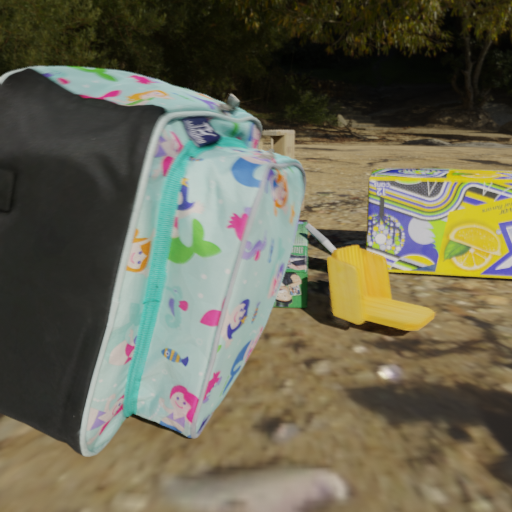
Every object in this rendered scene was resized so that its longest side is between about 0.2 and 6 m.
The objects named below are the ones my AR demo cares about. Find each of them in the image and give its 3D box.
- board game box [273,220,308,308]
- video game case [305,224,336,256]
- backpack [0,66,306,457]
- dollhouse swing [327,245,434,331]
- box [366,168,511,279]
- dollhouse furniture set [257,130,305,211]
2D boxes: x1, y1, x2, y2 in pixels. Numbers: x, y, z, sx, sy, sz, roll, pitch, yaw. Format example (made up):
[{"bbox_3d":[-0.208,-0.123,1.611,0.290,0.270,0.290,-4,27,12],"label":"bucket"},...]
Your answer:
[{"bbox_3d":[-0.393,-0.030,8.961,2.457,0.532,3.651,0,14,6],"label":"board game box"},{"bbox_3d":[1.181,-0.078,8.754,0.103,0.850,0.934,-43,22,4],"label":"video game case"},{"bbox_3d":[-0.872,-0.152,4.943,2.326,2.743,3.090,17,17,2],"label":"backpack"},{"bbox_3d":[1.482,0.335,6.489,0.917,0.948,1.044,-5,3,33],"label":"dollhouse swing"},{"bbox_3d":[4.021,-0.518,8.727,4.496,1.575,1.445,3,15,12],"label":"box"},{"bbox_3d":[0.294,-2.141,14.231,1.457,2.068,1.449,9,17,33],"label":"dollhouse furniture set"}]
